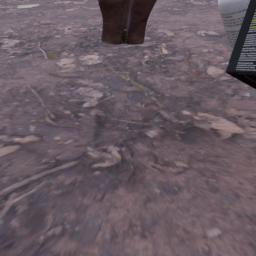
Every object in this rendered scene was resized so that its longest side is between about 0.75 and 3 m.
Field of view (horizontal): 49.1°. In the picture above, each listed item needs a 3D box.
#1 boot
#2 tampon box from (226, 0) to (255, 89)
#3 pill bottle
[{"bbox_3d":[0.516,-3.894,8.723,2.929,2.436,1.060,-5,32,-9],"label":"boot"},{"bbox_3d":[2.925,-1.634,4.898,1.478,1.972,1.245,16,5,-33],"label":"tampon box"},{"bbox_3d":[3.080,-2.666,6.671,1.569,2.767,1.569,-22,24,10],"label":"pill bottle"}]
